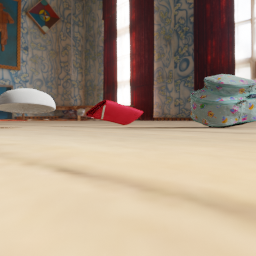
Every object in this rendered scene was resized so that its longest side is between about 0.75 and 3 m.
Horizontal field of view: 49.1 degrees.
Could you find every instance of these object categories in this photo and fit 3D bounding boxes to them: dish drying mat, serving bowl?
[{"bbox_3d":[-0.416,-0.531,10.736,1.019,0.241,2.653,-36,-24,22],"label":"dish drying mat"},{"bbox_3d":[-2.944,-0.810,8.136,1.628,0.536,1.628,-1,-6,0],"label":"serving bowl"}]

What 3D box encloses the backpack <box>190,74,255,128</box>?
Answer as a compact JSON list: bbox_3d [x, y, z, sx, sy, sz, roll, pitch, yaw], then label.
[{"bbox_3d":[2.876,-0.804,8.453,1.962,1.504,1.725,-18,26,-15],"label":"backpack"}]
